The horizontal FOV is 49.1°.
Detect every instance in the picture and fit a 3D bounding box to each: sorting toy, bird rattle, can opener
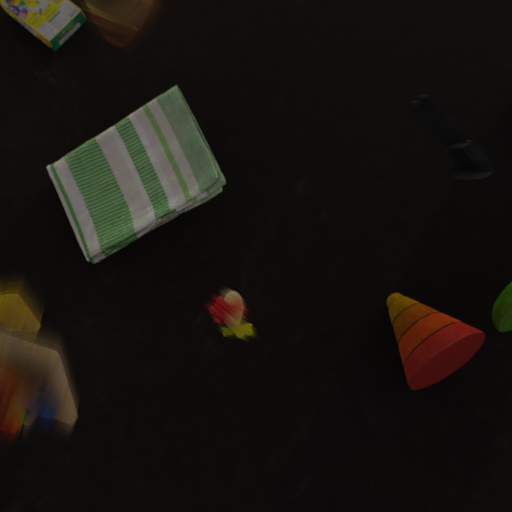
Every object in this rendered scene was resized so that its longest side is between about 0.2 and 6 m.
[{"bbox_3d":[-2.976,1.493,6.724,1.358,2.817,0.476,15,42,12],"label":"sorting toy"},{"bbox_3d":[3.817,0.400,9.097,4.266,1.479,1.469,-33,56,-5],"label":"sorting toy"},{"bbox_3d":[-0.345,0.732,7.296,0.406,0.720,0.587,-10,42,26],"label":"bird rattle"},{"bbox_3d":[2.977,-1.805,8.526,0.512,0.635,1.615,-30,80,-31],"label":"can opener"}]

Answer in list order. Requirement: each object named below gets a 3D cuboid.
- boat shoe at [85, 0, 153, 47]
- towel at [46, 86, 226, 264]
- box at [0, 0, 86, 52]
[{"bbox_3d":[-1.675,-3.991,7.589,0.933,0.876,2.593,11,66,0],"label":"boat shoe"},{"bbox_3d":[-2.071,-1.358,9.485,2.728,0.319,2.081,-29,77,8],"label":"towel"},{"bbox_3d":[-4.086,-4.657,10.523,1.537,0.372,0.902,40,81,6],"label":"box"}]
